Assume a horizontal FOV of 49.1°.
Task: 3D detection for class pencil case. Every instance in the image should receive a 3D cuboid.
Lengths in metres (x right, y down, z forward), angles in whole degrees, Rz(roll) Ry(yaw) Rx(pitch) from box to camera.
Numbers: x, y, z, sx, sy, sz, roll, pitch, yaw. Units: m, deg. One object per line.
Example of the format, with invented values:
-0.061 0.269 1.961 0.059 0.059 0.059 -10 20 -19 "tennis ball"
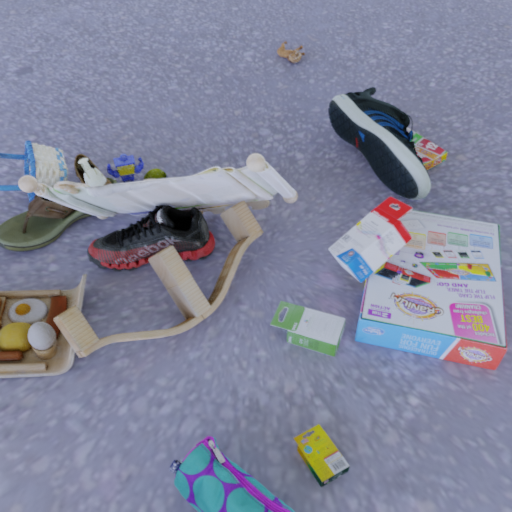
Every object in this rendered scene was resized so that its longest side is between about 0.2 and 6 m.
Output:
-0.195 3.099 7.051 1.851 0.855 0.788 31 23 26 "pencil case"

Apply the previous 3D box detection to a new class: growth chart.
-1.478 -1.113 10.179 4.348 3.146 0.386 -5 83 7 "growth chart"

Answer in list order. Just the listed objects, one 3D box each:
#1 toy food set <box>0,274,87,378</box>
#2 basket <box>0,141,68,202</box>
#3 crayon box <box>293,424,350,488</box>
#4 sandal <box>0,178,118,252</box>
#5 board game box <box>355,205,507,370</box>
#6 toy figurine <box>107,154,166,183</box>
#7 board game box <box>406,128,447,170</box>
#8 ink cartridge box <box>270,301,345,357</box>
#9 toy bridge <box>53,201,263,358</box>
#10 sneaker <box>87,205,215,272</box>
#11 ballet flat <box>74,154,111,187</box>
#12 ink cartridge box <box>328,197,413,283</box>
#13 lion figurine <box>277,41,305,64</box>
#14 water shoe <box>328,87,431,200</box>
-4.129 1.029 9.117 2.519 0.761 1.808 0 44 -9 "toy food set"
-4.797 -1.750 11.754 1.544 1.074 1.362 3 39 -27 "basket"
0.901 2.783 7.843 0.471 0.188 0.742 -21 49 -20 "crayon box"
-4.034 -1.023 11.284 1.078 0.775 2.715 34 56 30 "sandal"
3.112 0.409 9.956 2.312 0.609 3.021 11 46 11 "board game box"
-2.666 -1.804 12.036 1.443 0.864 0.761 -12 46 -10 "toy figurine"
3.368 -2.702 13.363 1.044 0.328 2.185 -28 48 -21 "board game box"
0.858 1.204 9.344 1.152 0.342 0.598 15 46 15 "ink cartridge box"
-1.270 0.495 9.443 4.023 0.547 1.352 -35 97 -33 "toy bridge"
-1.980 -0.390 10.399 2.386 1.166 0.843 -8 47 -6 "sneaker"
-3.384 -1.634 11.564 0.578 0.617 1.706 -28 46 -14 "ballet flat"
2.077 -0.306 9.754 1.468 0.494 0.853 -41 26 2 "ink cartridge box"
0.972 -6.064 16.783 0.717 0.424 1.170 -40 43 -24 "lion figurine"
2.976 -2.704 12.398 1.383 1.253 3.506 -26 55 -11 "water shoe"
